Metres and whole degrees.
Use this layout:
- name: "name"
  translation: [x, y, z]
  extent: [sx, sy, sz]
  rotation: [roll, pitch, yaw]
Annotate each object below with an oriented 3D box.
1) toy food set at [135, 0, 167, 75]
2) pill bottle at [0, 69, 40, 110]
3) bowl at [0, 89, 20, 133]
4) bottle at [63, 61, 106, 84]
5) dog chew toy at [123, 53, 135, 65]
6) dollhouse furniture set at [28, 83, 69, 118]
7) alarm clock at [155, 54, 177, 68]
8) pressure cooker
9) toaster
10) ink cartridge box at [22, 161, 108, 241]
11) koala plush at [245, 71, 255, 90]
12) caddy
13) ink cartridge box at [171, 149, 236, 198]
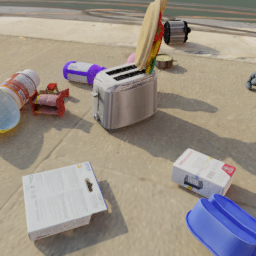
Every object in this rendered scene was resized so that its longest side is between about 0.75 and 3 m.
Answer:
- name: "toy food set"
  translation: [0.761, -3.091, 9.544]
  extent: [0.593, 2.411, 2.436]
  rotation: [12, 39, -8]
- name: "pill bottle"
  translation: [-4.577, -1.627, 11.761]
  extent: [1.180, 1.180, 2.103]
  rotation: [7, 37, 10]
- name: "bowl"
  translation: [-5.044, -0.506, 10.161]
  extent: [1.012, 1.882, 1.882]
  rotation: [-34, 22, 31]
- name: "bottle"
  translation: [-1.805, -2.603, 13.396]
  extent: [2.538, 0.829, 1.060]
  rotation: [11, 39, 15]
- name: "dog chew toy"
  translation: [0.437, -2.730, 12.499]
  extent: [1.303, 2.092, 1.303]
  rotation: [32, 13, -8]
- name: "dollhouse furniture set"
  translation: [-3.106, -1.386, 11.660]
  extent: [1.184, 0.895, 2.201]
  rotation: [3, 36, 4]
- name: "alarm clock"
  translation: [1.731, -3.547, 14.978]
  extent: [1.579, 0.526, 1.065]
  rotation: [-12, 38, -19]
- name: "pressure cooker"
  translation: [3.118, -6.021, 17.661]
  extent: [1.644, 1.468, 1.446]
  rotation: [-5, 49, -5]
- name: "toaster"
  translation: [0.003, -1.255, 10.626]
  extent: [2.942, 1.900, 1.672]
  rotation: [-20, 41, -25]
- name: "ink cartridge box"
  translation: [-1.749, 1.859, 7.585]
  extent: [1.983, 0.429, 1.947]
  rotation: [-10, 37, -17]
- name: "koala plush"
  translation: [5.952, -1.921, 12.446]
  extent: [1.011, 1.048, 1.140]
  rotation: [-1, 48, 0]
- name: "caddy"
  translation: [2.195, 2.379, 6.440]
  extent: [1.288, 0.957, 1.823]
  rotation: [-3, 31, -42]
- name: "ink cartridge box"
  translation: [2.158, 1.323, 8.047]
  extent: [1.510, 0.647, 1.115]
  rotation: [22, 34, 29]
